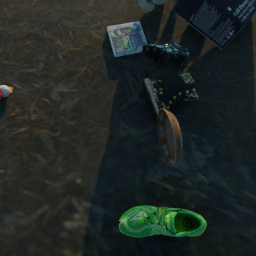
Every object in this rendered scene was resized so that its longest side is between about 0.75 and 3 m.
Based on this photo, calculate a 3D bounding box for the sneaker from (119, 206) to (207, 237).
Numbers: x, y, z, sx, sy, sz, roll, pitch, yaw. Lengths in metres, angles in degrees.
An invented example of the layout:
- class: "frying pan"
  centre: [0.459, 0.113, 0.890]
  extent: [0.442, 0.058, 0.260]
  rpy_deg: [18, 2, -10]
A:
- class: "sneaker"
  centre: [0.915, 2.419, 7.369]
  extent: [2.309, 0.965, 0.855]
  rpy_deg: [-1, 65, 0]

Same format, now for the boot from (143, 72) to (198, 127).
- class: "boot"
  centre: [1.487, -0.868, 9.070]
  extent: [1.625, 0.790, 2.159]
  rpy_deg: [-14, 59, -6]

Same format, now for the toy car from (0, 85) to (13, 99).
- class: "toy car"
  centre: [-4.307, -1.258, 9.388]
  extent: [0.731, 0.762, 0.827]
  rpy_deg: [42, 42, 18]

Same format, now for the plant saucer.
- class: "plant saucer"
  centre: [0.854, 0.176, 5.717]
  extent: [0.206, 1.194, 1.194]
  rpy_deg: [-10, 65, -7]

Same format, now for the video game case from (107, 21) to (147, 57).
- class: "video game case"
  centre: [-0.019, -3.381, 10.586]
  extent: [1.310, 0.168, 1.441]
  rpy_deg: [-12, 65, -5]

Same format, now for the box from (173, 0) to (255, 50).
- class: "box"
  centre: [3.443, -4.698, 10.202]
  extent: [2.447, 1.543, 2.489]
  rpy_deg: [39, 70, 4]

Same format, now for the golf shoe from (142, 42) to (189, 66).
- class: "golf shoe"
  centre: [1.355, -2.749, 10.101]
  extent: [1.700, 0.661, 0.803]
  rpy_deg: [16, 52, 2]

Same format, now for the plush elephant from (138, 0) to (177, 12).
- class: "plush elephant"
  centre: [1.437, -5.703, 10.816]
  extent: [2.190, 2.059, 2.659]
  rpy_deg: [5, 17, 45]
